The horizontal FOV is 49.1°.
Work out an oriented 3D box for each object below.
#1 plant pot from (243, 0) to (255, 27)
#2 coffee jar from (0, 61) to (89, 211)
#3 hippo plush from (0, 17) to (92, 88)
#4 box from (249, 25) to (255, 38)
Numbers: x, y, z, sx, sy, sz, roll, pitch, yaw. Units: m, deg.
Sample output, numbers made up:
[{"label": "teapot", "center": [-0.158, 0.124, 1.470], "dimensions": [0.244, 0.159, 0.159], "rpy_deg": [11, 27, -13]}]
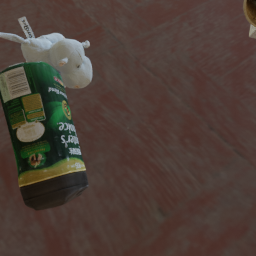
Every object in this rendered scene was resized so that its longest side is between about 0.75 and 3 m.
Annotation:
[{"label": "plant pot", "center": [2.897, -2.880, 5.800], "dimensions": [1.241, 1.241, 1.136], "rpy_deg": [2, 44, 1]}, {"label": "coffee jar", "center": [-1.324, 0.149, 4.491], "dimensions": [0.938, 1.147, 2.199], "rpy_deg": [-16, 83, 3]}, {"label": "hippo plush", "center": [-1.439, -1.628, 6.225], "dimensions": [1.491, 1.855, 1.477], "rpy_deg": [6, 46, 30]}, {"label": "box", "center": [3.787, -3.133, 7.144], "dimensions": [0.762, 1.092, 1.434], "rpy_deg": [13, 81, 0]}]
